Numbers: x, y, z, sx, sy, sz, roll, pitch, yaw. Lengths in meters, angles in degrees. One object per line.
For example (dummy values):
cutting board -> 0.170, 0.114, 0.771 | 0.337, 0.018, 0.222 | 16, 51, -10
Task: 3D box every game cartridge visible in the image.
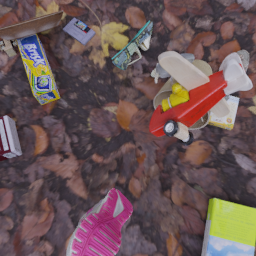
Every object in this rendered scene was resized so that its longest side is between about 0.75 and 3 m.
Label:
game cartridge -> -1.983, -3.958, 11.439 | 1.161, 0.223, 0.753 | 37, 81, 10

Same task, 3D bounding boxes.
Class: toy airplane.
toy airplane -> 1.801, -1.033, 7.391 | 2.644, 2.655, 1.874 | -13, 47, -15

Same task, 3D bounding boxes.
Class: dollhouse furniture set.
dollhouse furniture set -> -4.748, -3.293, 11.073 | 0.707, 0.501, 0.770 | -22, 75, -7

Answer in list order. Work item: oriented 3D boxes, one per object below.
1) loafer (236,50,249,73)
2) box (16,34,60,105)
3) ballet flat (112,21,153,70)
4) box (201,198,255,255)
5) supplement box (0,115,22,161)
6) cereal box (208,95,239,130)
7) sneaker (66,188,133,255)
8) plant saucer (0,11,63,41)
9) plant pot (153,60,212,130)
loafer -> 3.933, -2.181, 10.490 | 0.860, 0.752, 2.393 | 37, 70, 14
box -> -3.370, -2.234, 10.547 | 0.813, 0.886, 2.529 | -21, 75, -6
ballet flat -> 0.346, -3.166, 10.991 | 0.870, 0.870, 2.343 | 40, 79, 11
box -> 3.216, 3.641, 8.934 | 1.498, 0.586, 2.457 | 13, 74, 4
supplement box -> -5.163, 0.630, 9.747 | 2.512, 0.765, 1.367 | -17, 75, -6
cereal box -> 3.537, -0.645, 10.402 | 0.914, 0.251, 1.270 | 17, 73, 5
sneaker -> -0.718, 2.437, 6.495 | 0.992, 2.439, 1.076 | 46, 113, 4
plant saucer -> -3.670, -3.810, 10.523 | 2.734, 2.734, 0.500 | -19, 117, -6
plant pot -> 2.209, -1.369, 9.911 | 1.970, 1.970, 2.103 | 25, 61, 7
